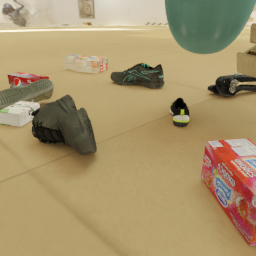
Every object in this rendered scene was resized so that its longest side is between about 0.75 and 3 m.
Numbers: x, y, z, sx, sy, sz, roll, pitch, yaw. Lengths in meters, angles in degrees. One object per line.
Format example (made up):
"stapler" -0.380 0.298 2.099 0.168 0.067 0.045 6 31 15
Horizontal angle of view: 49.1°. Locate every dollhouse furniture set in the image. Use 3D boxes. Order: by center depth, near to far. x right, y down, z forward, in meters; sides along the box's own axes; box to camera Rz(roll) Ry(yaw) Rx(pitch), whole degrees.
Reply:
"dollhouse furniture set" 3.190 -2.030 5.830 1.527 2.747 2.430 -34 40 -19

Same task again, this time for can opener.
"can opener" 4.405 -1.731 10.767 2.650 0.840 1.042 -8 25 -17

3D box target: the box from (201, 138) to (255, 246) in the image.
"box" 2.032 0.950 4.722 0.906 0.868 1.817 -4 24 -9

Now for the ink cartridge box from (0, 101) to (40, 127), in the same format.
"ink cartridge box" -3.219 -0.443 8.385 0.742 0.428 1.015 8 25 16

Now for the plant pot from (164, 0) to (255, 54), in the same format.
"plant pot" 2.254 -3.421 7.934 2.606 2.091 2.606 -2 52 3

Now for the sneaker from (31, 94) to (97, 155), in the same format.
"sneaker" -1.640 0.031 6.856 1.318 1.103 2.904 -20 23 -19

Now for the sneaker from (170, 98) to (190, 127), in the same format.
"sneaker" 1.616 -0.620 8.462 0.593 0.685 1.654 1 24 2

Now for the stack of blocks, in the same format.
"stack of blocks" -2.274 -3.366 14.662 2.154 0.631 1.240 9 26 20

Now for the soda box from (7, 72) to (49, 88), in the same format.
"soda box" -3.940 -1.792 11.134 1.846 0.646 0.585 14 28 29

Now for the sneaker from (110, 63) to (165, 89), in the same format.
"sneaker" 0.393 -2.320 11.947 2.467 0.978 0.930 9 27 21

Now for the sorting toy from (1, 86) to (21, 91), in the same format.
"sorting toy" -3.937 -1.114 10.018 1.529 0.530 0.527 -23 56 -37

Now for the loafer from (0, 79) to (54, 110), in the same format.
"loafer" -3.446 -0.945 9.345 2.121 0.739 0.798 -20 55 -17
